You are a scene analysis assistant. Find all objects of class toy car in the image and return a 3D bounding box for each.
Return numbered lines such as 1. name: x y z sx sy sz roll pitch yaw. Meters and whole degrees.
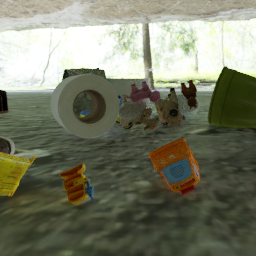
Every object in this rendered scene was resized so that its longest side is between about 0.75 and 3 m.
1. toy car: 0.146 0.779 3.910 1.953 0.958 0.650 -17 56 -4

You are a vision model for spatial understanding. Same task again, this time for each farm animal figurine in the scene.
1. farm animal figurine: 0.898 -0.486 8.692 2.721 1.368 2.197 -10 -9 -33

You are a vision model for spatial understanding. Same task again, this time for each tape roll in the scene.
1. tape roll: -0.207 -1.499 13.140 2.467 1.694 2.467 0 9 0
2. tape roll: -1.245 -0.647 7.985 1.736 1.736 1.192 -4 10 -24

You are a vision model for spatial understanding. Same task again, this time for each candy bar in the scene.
1. candy bar: -1.578 0.381 2.702 0.274 0.617 2.474 31 -8 15

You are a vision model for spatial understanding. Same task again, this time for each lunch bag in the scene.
1. lunch bag: -1.790 -1.470 11.687 1.743 2.126 1.250 -7 12 -31

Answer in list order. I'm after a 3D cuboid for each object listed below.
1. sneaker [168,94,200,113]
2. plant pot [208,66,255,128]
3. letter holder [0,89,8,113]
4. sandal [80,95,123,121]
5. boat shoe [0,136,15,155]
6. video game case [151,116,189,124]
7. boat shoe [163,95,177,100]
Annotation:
1. sneaker: 2.783 -1.178 13.254 1.423 0.888 2.412 -8 6 -31
2. plant pot: 3.972 -0.850 9.359 1.986 2.063 2.063 18 17 25
3. letter holder: -6.892 -1.347 13.856 1.640 1.165 0.825 4 10 19
4. sandal: -0.870 -0.699 10.608 0.907 0.993 2.282 10 16 39
5. boat shoe: -3.039 0.345 5.788 1.460 0.525 0.435 10 9 22
6. video game case: 1.583 -0.325 10.841 1.260 0.152 1.382 -1 10 -3
7. boat shoe: 2.852 -1.752 17.393 2.330 0.790 0.836 2 10 15
